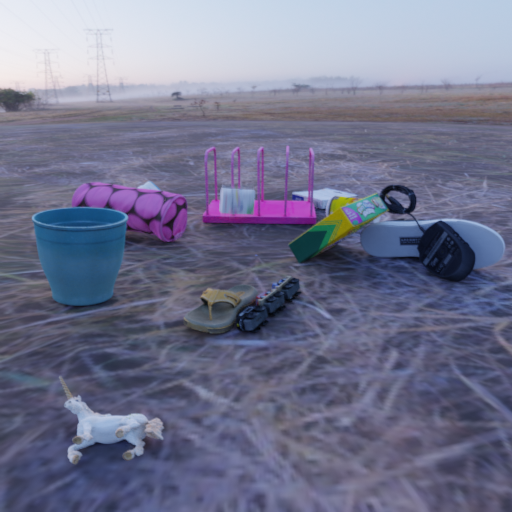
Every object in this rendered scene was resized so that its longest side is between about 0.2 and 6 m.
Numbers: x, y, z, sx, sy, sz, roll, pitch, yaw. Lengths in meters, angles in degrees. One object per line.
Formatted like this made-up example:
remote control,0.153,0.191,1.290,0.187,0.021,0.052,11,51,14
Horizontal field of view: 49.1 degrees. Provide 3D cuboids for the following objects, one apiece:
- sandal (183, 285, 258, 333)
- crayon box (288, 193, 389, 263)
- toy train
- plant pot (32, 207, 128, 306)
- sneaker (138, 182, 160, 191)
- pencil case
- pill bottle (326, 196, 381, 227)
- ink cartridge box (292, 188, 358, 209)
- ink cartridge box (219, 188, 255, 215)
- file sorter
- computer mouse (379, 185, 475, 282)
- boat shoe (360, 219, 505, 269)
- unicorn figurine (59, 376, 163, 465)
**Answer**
sandal,-0.500,0.665,8.254,0.712,0.479,1.772,8,19,24
crayon box,1.623,-0.554,10.930,1.421,0.480,1.647,-35,-7,38
toy train,0.205,0.707,8.467,0.426,0.318,1.862,-4,14,29
plant pot,-2.742,0.023,8.853,1.417,1.332,1.417,3,16,-1
sneaker,-2.419,-1.067,13.491,0.898,0.850,2.222,-35,36,-19
pencil case,-2.733,-0.926,12.300,2.530,1.185,1.148,11,25,25
pill bottle,2.349,-1.064,13.484,1.219,0.666,0.666,12,21,33
ink cartridge box,1.960,-1.641,15.989,1.371,0.278,1.368,-11,21,-32
ink cartridge box,-0.448,-1.282,13.205,0.779,0.566,0.341,2,11,-13
file sorter,0.120,-1.881,14.309,2.773,1.739,1.927,1,17,3
computer mouse,3.173,-0.505,10.507,0.478,0.823,2.807,10,34,-30
boat shoe,3.374,-0.343,10.829,2.675,0.918,0.757,7,18,27
unicorn figurine,-1.472,1.638,5.360,1.206,0.445,0.828,14,7,-3
